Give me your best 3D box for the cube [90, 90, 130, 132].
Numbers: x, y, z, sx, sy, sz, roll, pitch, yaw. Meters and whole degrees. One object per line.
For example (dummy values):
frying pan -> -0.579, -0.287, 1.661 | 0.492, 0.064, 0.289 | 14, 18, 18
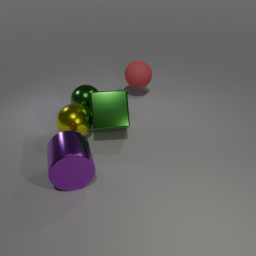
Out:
cube -> -0.721, -0.623, 11.048 | 1.400, 1.400, 1.400 | -4, -6, -5

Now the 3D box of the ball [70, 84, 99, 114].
ball -> -1.880, -1.253, 12.610 | 1.400, 1.400, 1.400 | 0, 31, 0

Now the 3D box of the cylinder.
cylinder -> -1.832, 1.009, 8.900 | 1.400, 1.400, 1.400 | -8, 33, -13

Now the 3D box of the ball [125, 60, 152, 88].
ball -> 0.527, -2.716, 14.203 | 1.400, 1.400, 1.400 | 0, 31, 0

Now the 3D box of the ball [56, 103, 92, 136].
ball -> -2.106, -0.262, 10.993 | 1.400, 1.400, 1.400 | 0, 31, 0
